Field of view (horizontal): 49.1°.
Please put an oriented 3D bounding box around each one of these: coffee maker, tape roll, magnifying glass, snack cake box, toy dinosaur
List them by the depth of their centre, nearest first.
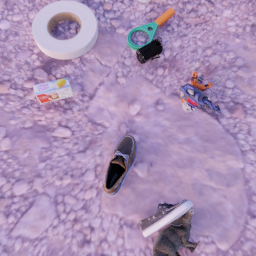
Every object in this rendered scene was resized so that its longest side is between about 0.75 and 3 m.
[{"bbox_3d":[1.222,3.164,7.701,1.094,0.823,2.139,39,79,26],"label":"toy dinosaur"},{"bbox_3d":[-2.432,-1.215,9.210,1.135,0.652,0.381,-14,71,-6],"label":"snack cake box"},{"bbox_3d":[0.720,-2.682,9.644,0.844,0.810,0.568,-34,58,-13],"label":"coffee maker"},{"bbox_3d":[-2.256,-3.583,10.164,2.364,0.432,2.364,0,70,-1],"label":"tape roll"},{"bbox_3d":[0.879,-3.681,10.310,2.232,0.250,0.888,-42,75,-14],"label":"magnifying glass"}]

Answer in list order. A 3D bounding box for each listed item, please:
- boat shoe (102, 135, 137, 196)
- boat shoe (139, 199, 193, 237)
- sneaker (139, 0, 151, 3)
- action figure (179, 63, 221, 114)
[{"bbox_3d":[-0.205,1.059,8.365,0.713,0.715,1.974,16,71,5],"label":"boat shoe"},{"bbox_3d":[0.973,2.345,7.678,1.736,0.607,0.575,-45,62,28],"label":"boat shoe"},{"bbox_3d":[0.774,-5.147,10.814,0.953,0.358,0.422,-24,60,-15],"label":"sneaker"},{"bbox_3d":[2.382,-1.103,9.260,1.631,0.853,1.577,38,81,-13],"label":"action figure"}]
